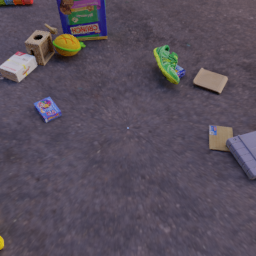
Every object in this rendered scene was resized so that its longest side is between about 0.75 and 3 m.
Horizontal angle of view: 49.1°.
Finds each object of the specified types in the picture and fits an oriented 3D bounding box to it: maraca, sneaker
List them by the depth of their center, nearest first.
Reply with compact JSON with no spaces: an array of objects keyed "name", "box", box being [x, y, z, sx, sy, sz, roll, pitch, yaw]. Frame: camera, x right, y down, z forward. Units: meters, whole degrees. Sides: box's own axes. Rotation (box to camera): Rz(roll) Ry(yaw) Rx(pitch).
[{"name":"sneaker","box":[1.673,-2.670,11.444,0.850,0.753,2.033,-28,59,16]},{"name":"maraca","box":[-2.666,-3.795,12.723,1.186,0.925,1.729,29,32,8]}]

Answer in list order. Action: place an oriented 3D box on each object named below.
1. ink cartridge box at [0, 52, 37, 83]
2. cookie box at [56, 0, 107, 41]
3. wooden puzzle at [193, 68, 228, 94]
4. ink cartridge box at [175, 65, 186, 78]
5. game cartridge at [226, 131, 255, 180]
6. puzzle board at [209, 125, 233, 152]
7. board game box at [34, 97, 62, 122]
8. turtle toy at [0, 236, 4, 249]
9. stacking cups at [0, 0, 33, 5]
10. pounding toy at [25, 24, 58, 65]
[{"name":"ink cartridge box","box":[-4.642,-2.599,11.868,0.918,0.527,1.265,21,53,16]},{"name":"cookie box","box":[-2.093,-5.369,12.959,2.131,2.491,0.936,-5,51,-3]},{"name":"wooden puzzle","box":[3.393,-1.935,11.538,1.191,0.222,1.102,26,54,15]},{"name":"ink cartridge box","box":[2.043,-2.351,11.823,0.536,0.300,0.786,-33,59,-25]},{"name":"game cartridge","box":[4.605,0.701,9.070,2.375,0.456,1.540,-14,48,-14]},{"name":"puzzle board","box":[3.197,0.358,9.625,0.804,0.093,1.067,7,49,7]},{"name":"board game box","box":[-2.996,-0.696,10.442,0.656,0.218,0.975,-28,55,-22]},{"name":"turtle toy","box":[-4.183,2.583,7.079,1.482,1.028,2.033,-26,54,-20]},{"name":"stacking cups","box":[-6.669,-7.374,15.892,2.423,0.733,0.733,-3,49,-4]},{"name":"pounding toy","box":[-3.805,-3.922,12.361,0.783,1.503,1.710,12,50,11]}]
